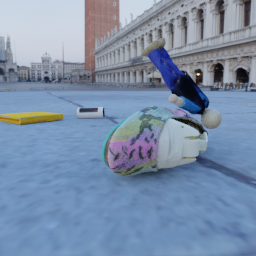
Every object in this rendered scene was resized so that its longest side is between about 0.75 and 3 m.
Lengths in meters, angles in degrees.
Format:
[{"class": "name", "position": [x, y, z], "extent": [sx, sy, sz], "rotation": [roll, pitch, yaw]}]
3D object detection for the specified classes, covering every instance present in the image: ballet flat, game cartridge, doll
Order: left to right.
[{"class": "game cartridge", "position": [-3.176, -0.348, 9.238], "extent": [1.379, 0.254, 1.564], "rotation": [7, 10, 41]}, {"class": "ballet flat", "position": [0.686, 0.162, 4.210], "extent": [0.949, 0.922, 2.666], "rotation": [16, 13, 25]}, {"class": "doll", "position": [1.051, -0.771, 5.342], "extent": [0.482, 1.989, 1.357], "rotation": [-38, 2, 34]}]

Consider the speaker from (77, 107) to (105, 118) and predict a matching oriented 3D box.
[{"class": "speaker", "position": [-1.300, -0.537, 9.845], "extent": [0.944, 0.383, 0.383], "rotation": [-1, 9, 6]}]
